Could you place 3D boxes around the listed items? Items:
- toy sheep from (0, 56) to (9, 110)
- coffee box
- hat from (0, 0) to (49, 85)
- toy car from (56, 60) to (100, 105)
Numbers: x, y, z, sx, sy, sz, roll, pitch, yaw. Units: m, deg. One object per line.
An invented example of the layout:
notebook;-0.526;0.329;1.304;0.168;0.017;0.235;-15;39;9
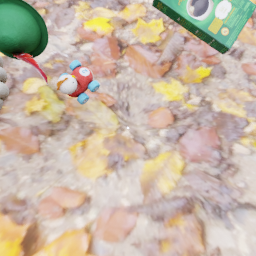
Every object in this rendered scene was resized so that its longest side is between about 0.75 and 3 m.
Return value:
toy sheep;-3.357;-0.969;5.611;1.928;1.928;2.796;-31;96;-19
coffee box;2.074;-3.348;7.667;2.473;0.544;1.520;32;85;-2
hat;-3.037;-2.063;6.908;2.144;1.776;1.887;-11;41;19
toy car;-1.401;-1.160;7.052;0.901;1.019;0.939;-45;81;18
